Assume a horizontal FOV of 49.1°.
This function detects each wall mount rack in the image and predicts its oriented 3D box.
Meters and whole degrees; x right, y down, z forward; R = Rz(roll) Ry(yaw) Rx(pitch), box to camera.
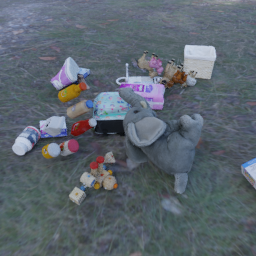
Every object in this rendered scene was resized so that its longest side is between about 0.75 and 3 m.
[{"bbox_3d":[0.630,-2.389,13.269,2.433,0.907,2.114,-1,36,0],"label":"wall mount rack"}]

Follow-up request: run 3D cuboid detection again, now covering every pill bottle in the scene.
[{"bbox_3d":[-3.491,0.451,9.607,0.595,0.595,0.995,8,37,11],"label":"pill bottle"}]

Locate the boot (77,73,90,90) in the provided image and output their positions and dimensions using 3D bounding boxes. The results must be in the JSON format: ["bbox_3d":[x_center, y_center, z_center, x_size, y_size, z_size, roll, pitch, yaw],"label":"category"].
[{"bbox_3d":[-2.143,-2.227,13.284,0.848,0.620,0.298,25,41,30],"label":"boot"}]

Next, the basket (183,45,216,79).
[{"bbox_3d":[3.622,-3.405,14.384,1.546,1.243,1.532,6,36,9],"label":"basket"}]

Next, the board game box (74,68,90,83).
[{"bbox_3d":[-2.755,-2.745,14.304,1.204,0.262,1.210,15,38,19],"label":"board game box"}]

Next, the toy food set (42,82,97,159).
[{"bbox_3d":[-1.809,-0.172,9.097,1.149,1.219,2.554,-20,47,38],"label":"toy food set"}]

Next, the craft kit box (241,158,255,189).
[{"bbox_3d":[4.774,1.411,7.702,2.254,0.547,2.226,-26,39,-1],"label":"craft kit box"}]

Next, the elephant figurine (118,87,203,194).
[{"bbox_3d":[0.673,0.197,8.859,2.989,2.115,2.319,16,24,11],"label":"elephant figurine"}]

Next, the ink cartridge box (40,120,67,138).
[{"bbox_3d":[-2.785,-0.001,10.441,0.935,0.206,0.952,-4,31,-18],"label":"ink cartridge box"}]

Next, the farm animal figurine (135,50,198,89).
[{"bbox_3d":[1.749,-2.538,13.203,2.453,1.279,2.426,39,31,23],"label":"farm animal figurine"}]

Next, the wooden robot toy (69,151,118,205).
[{"bbox_3d":[-0.735,1.471,8.080,0.899,0.873,1.982,29,44,18],"label":"wooden robot toy"}]

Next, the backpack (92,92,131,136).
[{"bbox_3d":[-0.600,-0.648,10.627,1.545,1.310,1.740,-2,31,-4],"label":"backpack"}]

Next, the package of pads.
[{"bbox_3d":[0.569,-1.398,12.026,1.996,0.755,1.203,5,33,6],"label":"package of pads"}]

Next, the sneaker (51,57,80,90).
[{"bbox_3d":[-3.102,-2.593,13.432,1.314,0.835,2.304,-31,26,14],"label":"sneaker"}]
